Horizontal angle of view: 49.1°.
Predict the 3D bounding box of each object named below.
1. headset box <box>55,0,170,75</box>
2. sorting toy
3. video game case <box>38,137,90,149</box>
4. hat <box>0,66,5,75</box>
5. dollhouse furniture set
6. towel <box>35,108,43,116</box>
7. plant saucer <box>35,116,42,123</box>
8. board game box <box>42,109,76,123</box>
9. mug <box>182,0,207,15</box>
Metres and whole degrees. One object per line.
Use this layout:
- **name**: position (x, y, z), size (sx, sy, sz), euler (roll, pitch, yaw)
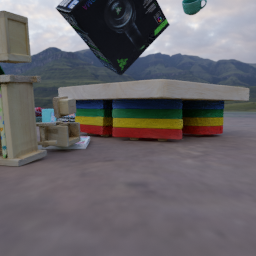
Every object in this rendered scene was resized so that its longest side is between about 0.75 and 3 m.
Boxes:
- **headset box**: position (-0.294, -2.945, 7.582), size (1.110, 2.084, 2.393), euler (40, -6, 48)
- **sorting toy**: position (0.531, -0.352, 5.941), size (2.911, 1.013, 2.894), euler (-4, 6, -43)
- **video game case**: position (-0.986, 0.225, 4.427), size (0.708, 0.086, 0.991), euler (0, 4, -4)
- **hat**: position (-2.862, 0.220, 3.552), size (2.408, 2.559, 2.907), euler (-8, -29, -9)
- **dollhouse furniture set**: position (-1.269, -0.449, 3.391), size (0.825, 1.485, 1.313), euler (1, 9, 20)
- **towel**: position (-4.454, -0.610, 11.974), size (2.188, 0.246, 1.582), euler (-7, -4, 7)
- **plant saucer**: position (-3.815, -0.336, 11.163), size (1.888, 0.259, 1.888), euler (-1, 3, 0)
- **board game box**: position (-1.149, -0.297, 8.435), size (2.349, 0.551, 1.773), euler (3, 5, 40)
- **mug**: position (2.259, -4.187, 9.659), size (0.636, 0.479, 0.774), euler (-36, 42, -15)
